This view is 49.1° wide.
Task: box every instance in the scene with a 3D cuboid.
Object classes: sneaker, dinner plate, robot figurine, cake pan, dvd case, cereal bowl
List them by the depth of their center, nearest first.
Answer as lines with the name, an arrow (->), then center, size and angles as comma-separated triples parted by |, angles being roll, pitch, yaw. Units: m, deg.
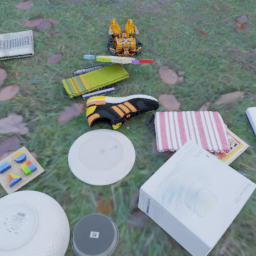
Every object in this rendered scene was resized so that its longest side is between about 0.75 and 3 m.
cereal bowl -> -3.097, 2.958, 7.970 | 2.711, 1.129, 2.711 | 0, 51, 1
cake pan -> -0.990, 3.193, 8.325 | 1.423, 0.261, 1.423 | 0, 51, 0
dinner plate -> -0.955, 0.927, 10.179 | 2.446, 0.297, 2.446 | 1, 51, -1
sneaker -> -0.198, -0.538, 11.039 | 2.903, 1.015, 1.306 | -1, 68, -2
dvd case -> -1.545, -2.112, 12.716 | 1.433, 0.154, 1.927 | -16, 52, -12
robot figurine -> -0.216, -4.620, 14.366 | 1.847, 0.741, 2.547 | -4, 51, -6

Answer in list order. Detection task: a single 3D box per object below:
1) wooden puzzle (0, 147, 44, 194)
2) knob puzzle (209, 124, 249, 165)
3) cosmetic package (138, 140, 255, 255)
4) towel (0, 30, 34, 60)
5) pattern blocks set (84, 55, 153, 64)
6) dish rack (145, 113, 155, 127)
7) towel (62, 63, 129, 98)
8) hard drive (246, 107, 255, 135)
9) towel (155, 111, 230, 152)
wooden puzzle -> -3.886, 1.395, 9.737 | 1.364, 0.341, 1.473 | -36, 59, -25
knob puzzle -> 2.866, 0.418, 10.508 | 2.769, 0.384, 2.769 | 0, 51, 0
cosmetic package -> 2.011, 2.084, 8.442 | 2.425, 1.491, 2.417 | 37, 60, 24
towel -> -6.036, -4.285, 14.330 | 2.342, 0.404, 2.255 | -11, 52, -8
pattern blocks set -> -0.519, -3.100, 12.746 | 2.739, 0.222, 2.407 | 18, 22, 37
dish rack -> 1.210, -0.184, 11.106 | 0.895, 0.244, 0.686 | 27, 57, 18
towel -> -1.454, -2.212, 12.487 | 2.816, 0.254, 1.212 | -22, 52, -15
hard drive -> 5.874, 0.374, 10.543 | 1.928, 0.371, 2.922 | -2, 51, -2
towel -> 2.332, 0.157, 10.492 | 2.619, 0.392, 1.917 | 0, 46, 2
